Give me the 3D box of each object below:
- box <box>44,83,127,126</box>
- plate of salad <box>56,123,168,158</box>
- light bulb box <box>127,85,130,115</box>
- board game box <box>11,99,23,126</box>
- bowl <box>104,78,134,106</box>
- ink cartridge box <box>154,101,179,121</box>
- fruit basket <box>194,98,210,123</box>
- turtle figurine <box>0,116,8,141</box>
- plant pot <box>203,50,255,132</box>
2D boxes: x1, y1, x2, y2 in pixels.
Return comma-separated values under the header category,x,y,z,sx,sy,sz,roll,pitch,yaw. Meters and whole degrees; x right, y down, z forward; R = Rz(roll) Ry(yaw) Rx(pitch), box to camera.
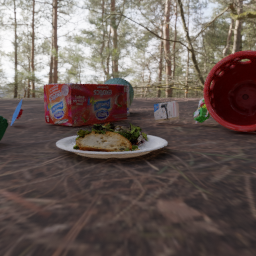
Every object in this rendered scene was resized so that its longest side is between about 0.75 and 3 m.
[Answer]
category,x,y,z,sx,sy,sz,roll,pitch,yaw
box,-1.461,-0.922,10.408,1.481,1.418,2.971,6,10,37
plate of salad,-0.318,0.177,5.641,2.212,0.531,2.212,-1,7,0
light bulb box,-0.723,-1.321,13.339,1.425,1.437,0.897,-3,7,-20
board game box,-3.693,-0.497,9.509,0.194,0.786,0.995,26,27,-29
bowl,-0.533,-1.563,14.660,1.930,1.930,1.009,-1,27,-10
ink cartridge box,1.390,-0.598,10.112,0.830,0.600,0.349,-7,-12,25
fruit basket,2.573,-0.701,9.653,0.443,0.944,0.875,14,-19,-11
turtle figurine,-4.205,-0.293,6.271,2.641,1.330,1.977,17,24,16
plant pot,3.552,-0.977,8.403,2.222,2.222,2.023,4,-1,26
